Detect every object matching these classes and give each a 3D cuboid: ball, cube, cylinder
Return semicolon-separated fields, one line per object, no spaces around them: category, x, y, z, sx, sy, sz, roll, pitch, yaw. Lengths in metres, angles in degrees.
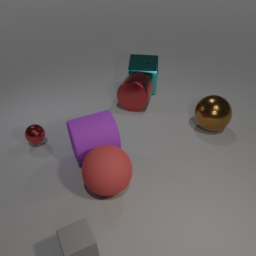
ball;-0.573;1.159;7.719;1.400;1.400;1.400;0;31;0
cube;0.739;-2.645;13.828;1.400;1.400;1.400;4;49;3
cylinder;0.341;-1.660;12.532;1.400;1.400;1.400;7;32;12
cube;-1.081;2.550;6.100;0.700;0.700;0.700;-19;38;-19
ball;3.244;-0.561;10.705;1.400;1.400;1.400;0;31;0
cylinder;-1.103;0.265;8.946;1.400;1.400;1.400;-16;34;-15
ball;-3.284;0.213;9.896;0.700;0.700;0.700;0;31;0
